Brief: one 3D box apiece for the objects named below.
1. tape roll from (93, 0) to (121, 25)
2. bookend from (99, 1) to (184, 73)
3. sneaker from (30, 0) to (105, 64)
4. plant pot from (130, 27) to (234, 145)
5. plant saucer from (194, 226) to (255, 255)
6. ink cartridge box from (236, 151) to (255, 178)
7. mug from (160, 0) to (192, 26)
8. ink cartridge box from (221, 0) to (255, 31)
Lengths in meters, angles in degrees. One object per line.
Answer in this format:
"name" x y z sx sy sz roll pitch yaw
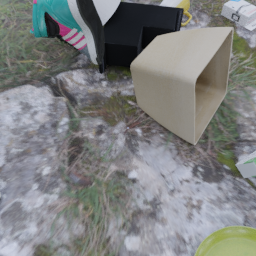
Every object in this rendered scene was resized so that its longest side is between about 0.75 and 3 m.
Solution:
"tape roll" -1.821 -4.685 10.281 2.707 1.859 2.707 -29 39 28
"bookend" 0.529 -3.266 10.385 2.769 1.275 2.751 8 56 5
"sneaker" -1.592 -2.505 7.114 1.611 2.667 1.115 4 70 11
"plant pot" 1.547 -1.489 8.538 2.253 2.542 2.545 22 57 29
"plant saucer" 2.579 3.355 6.083 2.363 0.367 2.363 -5 51 6
"ink cartridge box" 3.665 0.886 7.670 1.091 0.793 0.478 -30 84 -20
"mug" 1.953 -5.024 11.815 1.372 1.099 1.126 31 68 27
"ink cartridge box" 4.958 -4.918 12.023 0.920 0.530 1.588 -36 62 -22
